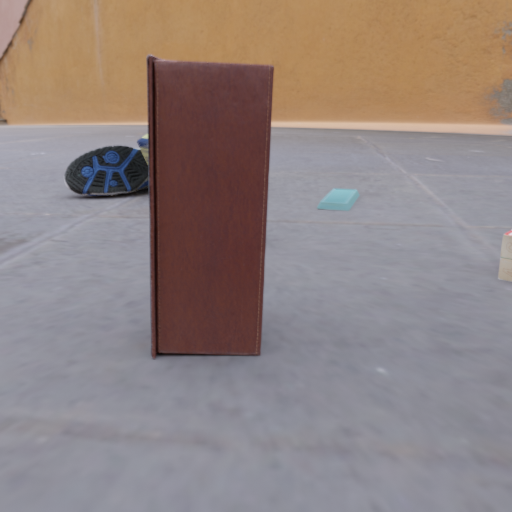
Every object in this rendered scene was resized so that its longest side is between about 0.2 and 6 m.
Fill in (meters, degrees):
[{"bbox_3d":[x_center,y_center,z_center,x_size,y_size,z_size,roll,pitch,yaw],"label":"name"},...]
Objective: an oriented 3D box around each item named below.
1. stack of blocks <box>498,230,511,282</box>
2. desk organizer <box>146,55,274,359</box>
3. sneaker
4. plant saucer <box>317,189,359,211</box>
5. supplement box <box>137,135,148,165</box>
[{"bbox_3d":[4.338,0.072,6.960,2.151,0.630,1.239,13,21,39],"label":"stack of blocks"},{"bbox_3d":[-0.421,-0.429,5.188,1.012,2.627,0.942,2,16,-2],"label":"desk organizer"},{"bbox_3d":[-3.044,-2.008,13.689,3.273,1.239,1.261,-17,-10,-30],"label":"sneaker"},{"bbox_3d":[1.849,-1.271,12.418,0.677,0.184,1.936,5,18,16],"label":"plant saucer"},{"bbox_3d":[-1.687,-2.339,12.954,1.440,1.442,0.968,-40,38,-26],"label":"supplement box"}]
